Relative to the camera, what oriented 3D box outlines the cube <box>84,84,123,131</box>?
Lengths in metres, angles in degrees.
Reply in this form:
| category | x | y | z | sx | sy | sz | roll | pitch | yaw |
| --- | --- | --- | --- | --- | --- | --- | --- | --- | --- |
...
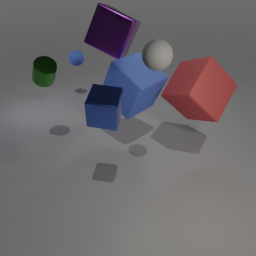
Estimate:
| category | x | y | z | sx | sy | sz | roll | pitch | yaw |
| --- | --- | --- | --- | --- | --- | --- | --- | --- | --- |
| cube | -0.512 | -0.459 | 6.183 | 0.700 | 0.700 | 0.700 | 8 | 46 | 5 |

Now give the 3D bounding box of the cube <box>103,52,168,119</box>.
| category | x | y | z | sx | sy | sz | roll | pitch | yaw |
| --- | --- | --- | --- | --- | --- | --- | --- | --- | --- |
| cube | 0.179 | -1.419 | 9.288 | 1.400 | 1.400 | 1.400 | 45 | 48 | 17 |

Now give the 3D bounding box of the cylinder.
| category | x | y | z | sx | sy | sz | roll | pitch | yaw |
| --- | --- | --- | --- | --- | --- | --- | --- | --- | --- |
| cylinder | -2.568 | -1.724 | 8.605 | 0.700 | 0.700 | 0.700 | 10 | 61 | -18 |

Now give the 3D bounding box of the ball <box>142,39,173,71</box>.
| category | x | y | z | sx | sy | sz | roll | pitch | yaw |
| --- | --- | --- | --- | --- | --- | --- | --- | --- | --- |
| ball | 0.666 | -1.654 | 6.359 | 0.700 | 0.700 | 0.700 | 0 | 31 | 0 |

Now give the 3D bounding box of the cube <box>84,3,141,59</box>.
| category | x | y | z | sx | sy | sz | roll | pitch | yaw |
| --- | --- | --- | --- | --- | --- | --- | --- | --- | --- |
| cube | -0.529 | -3.459 | 10.059 | 1.400 | 1.400 | 1.400 | 27 | 22 | 0 |

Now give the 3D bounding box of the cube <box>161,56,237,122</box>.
| category | x | y | z | sx | sy | sz | roll | pitch | yaw |
| --- | --- | --- | --- | --- | --- | --- | --- | --- | --- |
| cube | 2.191 | -1.171 | 8.705 | 1.400 | 1.400 | 1.400 | -59 | 28 | -11 |

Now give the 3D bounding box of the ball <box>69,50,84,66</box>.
| category | x | y | z | sx | sy | sz | roll | pitch | yaw |
| --- | --- | --- | --- | --- | --- | --- | --- | --- | --- |
| ball | -2.380 | -3.229 | 12.933 | 0.700 | 0.700 | 0.700 | 0 | 31 | 0 |
